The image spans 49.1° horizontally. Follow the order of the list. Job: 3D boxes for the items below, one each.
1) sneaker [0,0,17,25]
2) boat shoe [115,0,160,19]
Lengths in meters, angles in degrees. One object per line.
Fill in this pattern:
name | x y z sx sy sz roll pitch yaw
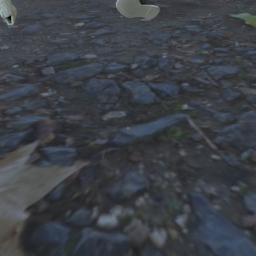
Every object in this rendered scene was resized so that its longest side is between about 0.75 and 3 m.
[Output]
sneaker | -2.491 -2.477 5.650 0.331 0.940 0.377 -11 69 0
boat shoe | 0.218 -3.955 8.996 2.021 0.676 0.576 -12 59 -48
